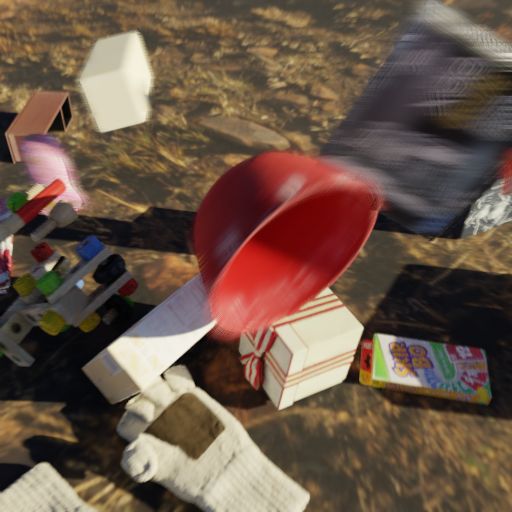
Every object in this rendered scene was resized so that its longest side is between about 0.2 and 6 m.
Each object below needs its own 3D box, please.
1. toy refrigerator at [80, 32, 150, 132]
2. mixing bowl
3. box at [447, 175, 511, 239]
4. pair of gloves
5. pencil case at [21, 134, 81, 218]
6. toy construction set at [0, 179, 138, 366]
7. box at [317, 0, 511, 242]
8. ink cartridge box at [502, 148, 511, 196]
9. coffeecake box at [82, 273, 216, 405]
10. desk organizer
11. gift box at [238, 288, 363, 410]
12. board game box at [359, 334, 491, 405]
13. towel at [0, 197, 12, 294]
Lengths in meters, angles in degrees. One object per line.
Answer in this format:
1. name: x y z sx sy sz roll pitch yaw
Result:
1. toy refrigerator: -2.346 -2.990 9.454 0.811 0.879 2.317 -14 36 1
2. mixing bowl: 0.156 -0.366 7.101 2.482 2.482 1.344 -25 58 -25
3. box: 4.678 -1.237 11.523 1.468 1.336 0.764 -17 45 -18
4. pair of gloves: -1.469 3.218 7.193 3.500 0.614 2.976 -31 51 -28
5. pencil case: -3.663 -1.444 9.941 0.707 0.738 1.707 -5 50 -35
6. toy construction set: -3.391 0.549 8.648 2.435 2.919 2.243 20 52 28
7. box: 2.778 -1.943 8.874 2.478 3.142 0.782 28 45 -10
8. ink cartridge box: 3.411 -1.064 7.149 0.290 0.627 1.150 4 9 -7
9. coffeecake box: -1.432 1.198 8.584 0.767 1.612 2.100 51 54 -2
10. desk organizer: -5.425 -3.298 14.176 0.890 0.829 2.311 2 42 -1
11. gift box: 0.500 1.300 8.735 1.496 1.479 1.603 -15 40 -28
12. board game box: 2.687 1.791 9.027 1.973 0.296 0.943 5 42 10
13. towel: -5.895 -0.118 11.065 2.020 0.319 2.805 -12 44 -12
